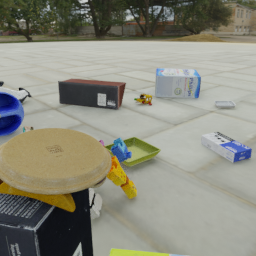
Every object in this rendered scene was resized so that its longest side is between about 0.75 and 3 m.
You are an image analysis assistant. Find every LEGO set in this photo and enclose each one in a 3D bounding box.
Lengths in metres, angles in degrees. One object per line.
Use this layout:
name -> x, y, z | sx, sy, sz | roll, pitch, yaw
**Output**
LEGO set -> -0.313, 1.117, 6.430 | 0.929, 0.999, 2.435 | -26, 21, 16

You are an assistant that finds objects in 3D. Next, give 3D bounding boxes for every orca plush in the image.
orca plush -> -5.490, -1.339, 12.424 | 0.931, 1.378, 2.619 | -27, 17, 18

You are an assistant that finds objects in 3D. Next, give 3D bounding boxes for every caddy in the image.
caddy -> -4.634, -0.446, 9.394 | 2.124, 1.501, 1.115 | -13, 19, -28

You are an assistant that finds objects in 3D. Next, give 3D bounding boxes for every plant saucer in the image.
plant saucer -> 0.106, 0.707, 8.065 | 1.227, 0.294, 1.229 | -16, 27, -35

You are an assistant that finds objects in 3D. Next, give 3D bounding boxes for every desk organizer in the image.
desk organizer -> -1.626, -1.637, 12.963 | 2.974, 1.067, 1.145 | 8, 21, 18

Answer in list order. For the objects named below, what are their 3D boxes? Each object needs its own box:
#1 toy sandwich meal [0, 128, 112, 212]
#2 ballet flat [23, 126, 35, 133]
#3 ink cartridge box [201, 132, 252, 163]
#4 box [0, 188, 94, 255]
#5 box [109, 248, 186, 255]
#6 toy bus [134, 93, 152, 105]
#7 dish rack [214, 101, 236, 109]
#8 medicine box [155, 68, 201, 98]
toy sandwich meal -> -0.789, 0.394, 2.867 | 1.258, 0.431, 1.258 | 7, 25, -3
ballet flat -> -3.223, 0.202, 9.200 | 0.424, 0.430, 1.262 | -1, 22, -21
ink cartridge box -> 2.923, 0.542, 8.451 | 0.670, 0.315, 1.426 | -10, 24, -22
box -> -1.552, 1.528, 3.379 | 2.016, 2.214, 1.153 | 5, 22, 13
box -> 0.611, 2.300, 3.817 | 1.930, 0.460, 1.177 | 2, 21, 6
toy bus -> 0.734, -1.383, 12.972 | 0.811, 0.444, 0.859 | 11, 14, -5
dish rack -> 4.355, -1.047, 12.627 | 0.861, 0.187, 0.739 | 2, 23, 4
medicine box -> 2.538, -2.375, 14.660 | 2.200, 1.132, 2.004 | 2, 22, 5
